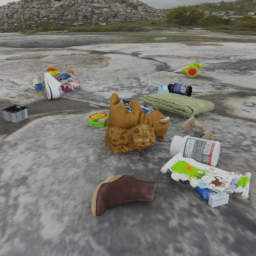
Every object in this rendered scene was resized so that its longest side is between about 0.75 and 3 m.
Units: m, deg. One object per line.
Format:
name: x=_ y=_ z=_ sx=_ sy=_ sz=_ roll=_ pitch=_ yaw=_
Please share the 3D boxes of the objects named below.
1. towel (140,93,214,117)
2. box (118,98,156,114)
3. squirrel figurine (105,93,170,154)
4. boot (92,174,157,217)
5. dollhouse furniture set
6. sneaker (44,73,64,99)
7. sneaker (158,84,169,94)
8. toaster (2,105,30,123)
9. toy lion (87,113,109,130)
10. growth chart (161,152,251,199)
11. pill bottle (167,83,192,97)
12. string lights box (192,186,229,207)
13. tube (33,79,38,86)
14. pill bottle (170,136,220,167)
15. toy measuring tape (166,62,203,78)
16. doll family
towel: x=2.134 y=-1.075 z=12.202 sx=2.760 sy=0.504 sz=2.048 roll=18 pitch=22 yaw=40
box: x=0.227 y=-0.613 z=11.138 sx=1.906 sy=0.439 sz=1.515 roll=14 pitch=23 yaw=-6
squirrel figurine: x=0.335 y=0.063 z=9.344 sx=2.100 sy=1.593 sz=2.250 roll=9 pitch=38 yaw=-5
boot: x=-0.049 y=1.581 z=6.594 sx=1.313 sy=0.571 sz=1.578 roll=5 pitch=21 yaw=14
dollhouse furniture set: x=2.504 y=0.195 z=9.876 sx=0.582 sy=0.681 sz=1.315 roll=-41 pitch=27 yaw=5
sneaker: x=-3.865 y=-2.190 z=14.445 sx=0.802 sy=0.761 sz=1.993 roll=-12 pitch=48 yaw=-17
sneaker: x=1.833 y=-1.837 z=14.228 sx=0.542 sy=0.601 sz=1.466 roll=-7 pitch=28 yaw=-12
toaster: x=-4.636 y=-0.615 z=11.634 sx=0.835 sy=0.496 sz=0.755 roll=12 pitch=27 yaw=25
toy lion: x=-1.161 y=-0.342 z=11.243 sx=1.162 sy=0.416 sz=1.213 roll=4 pitch=24 yaw=26
growth chart: x=2.072 y=1.216 z=7.320 sx=2.255 sy=0.200 sz=1.632 roll=17 pitch=20 yaw=16
pill bottle: x=2.646 y=-1.962 z=14.451 sx=1.192 sy=0.666 sz=0.666 roll=17 pitch=29 yaw=33
string lights box: x=2.042 y=1.563 z=7.014 sx=0.464 sy=0.266 sz=0.902 roll=-8 pitch=25 yaw=-18
tube: x=-5.439 y=-2.643 z=16.548 sx=0.291 sy=0.260 sz=1.002 roll=-42 pitch=34 yaw=2
pill bottle: x=2.012 y=0.661 z=8.428 sx=1.346 sy=0.780 sz=0.780 roll=12 pitch=27 yaw=26
toy measuring tape: x=3.735 y=-3.560 z=18.292 sx=2.378 sy=0.875 sz=0.875 roll=-20 pitch=21 yaw=11
doll family: x=-3.881 y=-2.875 z=15.800 sx=2.720 sy=1.226 sz=1.688 roll=8 pitch=25 yaw=17
